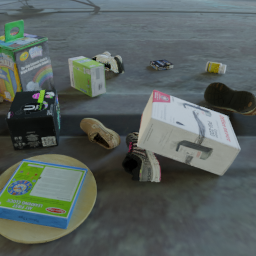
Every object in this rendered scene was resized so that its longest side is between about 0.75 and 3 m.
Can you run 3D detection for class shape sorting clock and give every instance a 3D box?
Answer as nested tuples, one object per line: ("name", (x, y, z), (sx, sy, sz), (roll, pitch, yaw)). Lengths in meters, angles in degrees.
("shape sorting clock", (-1.948, 1.519, 6.489), (2.433, 0.477, 2.433), (3, 35, -2))

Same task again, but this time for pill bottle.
("pill bottle", (4.255, -2.909, 13.550), (0.879, 0.502, 0.502), (15, 35, 22))

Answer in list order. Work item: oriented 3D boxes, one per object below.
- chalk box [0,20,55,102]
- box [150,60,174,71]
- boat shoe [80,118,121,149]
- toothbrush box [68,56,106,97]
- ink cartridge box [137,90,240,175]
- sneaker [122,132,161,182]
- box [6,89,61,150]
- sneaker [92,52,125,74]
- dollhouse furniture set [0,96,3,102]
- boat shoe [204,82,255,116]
("chalk box", (-4.235, -2.626, 10.829), (1.788, 2.889, 1.797), (16, 36, 24))
("box", (1.717, -3.229, 14.325), (0.913, 0.229, 0.920), (-11, 33, -18))
("boat shoe", (-0.969, 0.159, 8.590), (1.594, 0.568, 0.514), (25, 39, 32))
("toothbrush box", (-1.703, -2.156, 11.592), (0.726, 1.228, 1.686), (-24, 36, -35))
("ink cartridge box", (1.602, 0.081, 7.659), (2.408, 1.021, 1.753), (20, 32, -5))
("sneaker", (0.182, 0.749, 7.516), (0.824, 0.695, 1.884), (-5, 36, -19))
("box", (-2.878, -0.318, 8.822), (1.351, 1.131, 1.819), (-5, 33, -8))
("sneaker", (-0.966, -3.074, 13.595), (0.962, 0.886, 2.404), (-21, 29, -22))
("dollhouse furniture set", (-5.681, -0.794, 10.372), (0.987, 0.762, 1.974), (10, 13, 28))
("boat shoe", (3.804, -0.972, 10.248), (0.918, 0.941, 2.486), (21, 12, -30))
